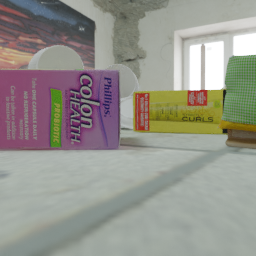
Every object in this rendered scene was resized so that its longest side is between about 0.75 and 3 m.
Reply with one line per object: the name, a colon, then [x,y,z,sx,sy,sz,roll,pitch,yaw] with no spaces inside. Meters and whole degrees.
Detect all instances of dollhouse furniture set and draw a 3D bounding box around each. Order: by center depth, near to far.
dollhouse furniture set: [1.956,-0.308,2.938,0.972,1.259,2.519,-3,5,-44]

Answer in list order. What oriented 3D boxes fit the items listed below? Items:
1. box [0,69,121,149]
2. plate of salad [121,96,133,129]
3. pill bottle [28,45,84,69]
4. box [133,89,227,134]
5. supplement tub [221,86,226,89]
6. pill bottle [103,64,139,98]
box: [-1.184,-0.286,4.391,2.123,1.026,1.867,-1,3,-3]
plate of salad: [0.429,-0.407,8.161,2.116,0.508,2.116,0,32,0]
pill bottle: [-1.812,-1.228,6.944,1.321,1.321,2.374,-1,-1,-22]
box: [1.505,-0.388,6.438,2.745,1.033,0.688,2,4,19]
supplement tub: [2.693,-0.561,7.143,0.760,1.050,0.760,-37,-11,-8]
pill bottle: [-0.460,-1.469,11.054,1.683,1.683,2.979,0,-6,-4]
